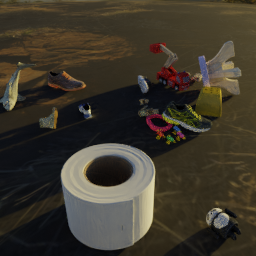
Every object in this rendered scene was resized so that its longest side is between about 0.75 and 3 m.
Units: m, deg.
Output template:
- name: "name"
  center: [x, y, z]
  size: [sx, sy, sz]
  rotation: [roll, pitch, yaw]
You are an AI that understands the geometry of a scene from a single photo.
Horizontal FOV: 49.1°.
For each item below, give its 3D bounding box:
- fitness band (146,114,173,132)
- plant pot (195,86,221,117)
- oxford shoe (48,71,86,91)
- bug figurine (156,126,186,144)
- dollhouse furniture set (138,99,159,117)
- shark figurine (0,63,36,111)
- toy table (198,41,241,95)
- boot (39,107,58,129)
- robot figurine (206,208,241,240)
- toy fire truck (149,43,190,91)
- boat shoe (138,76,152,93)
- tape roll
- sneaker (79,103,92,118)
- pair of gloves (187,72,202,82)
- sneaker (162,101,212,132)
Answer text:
- name: "fitness band"
  center: [1.310, -0.244, 11.748]
  size: [0.953, 0.248, 1.327]
  rotation: [-12, 33, -14]
- name: "plant pot"
  center: [3.681, -1.249, 12.626]
  size: [1.140, 1.006, 1.140]
  rotation: [8, 32, 14]
- name: "oxford shoe"
  center: [-3.322, -2.526, 14.877]
  size: [2.260, 0.824, 0.806]
  rotation: [11, 33, 17]
- name: "bug figurine"
  center: [1.703, 0.237, 10.877]
  size: [1.139, 0.293, 0.883]
  rotation: [-15, 35, -24]
- name: "dollhouse furniture set"
  center: [0.810, -0.902, 12.044]
  size: [0.463, 0.736, 0.833]
  rotation: [-21, 12, -32]
- name: "shark figurine"
  center: [-5.318, -1.876, 13.489]
  size: [1.080, 2.587, 1.546]
  rotation: [24, -20, -36]
- name: "toy table"
  center: [4.524, -2.776, 13.972]
  size: [1.701, 2.670, 2.904]
  rotation: [-11, 32, 15]
- name: "boot"
  center: [-3.258, -0.424, 11.454]
  size: [0.686, 0.883, 0.321]
  rotation: [2, -4, 10]
- name: "robot figurine"
  center: [2.401, 2.417, 7.067]
  size: [0.654, 0.543, 0.870]
  rotation: [-12, 33, -36]
- name: "toy fire truck"
  center: [2.235, -3.346, 15.088]
  size: [0.688, 1.991, 2.824]
  rotation: [-19, 37, -29]
- name: "boat shoe"
  center: [0.953, -2.356, 14.876]
  size: [0.606, 0.640, 1.831]
  rotation: [-5, 24, -6]
- name: "tape roll"
  center: [-0.479, 1.679, 7.264]
  size: [2.322, 1.594, 2.322]
  rotation: [0, 31, 0]
- name: "sneaker"
  center: [-1.881, -0.910, 12.469]
  size: [0.411, 0.587, 1.017]
  rotation: [-12, 34, -21]
- name: "pair of gloves"
  center: [3.609, -2.977, 16.204]
  size: [1.305, 0.229, 1.110]
  rotation: [12, 30, 14]
- name: "sneaker"
  center: [2.449, -0.468, 11.289]
  size: [2.070, 0.876, 0.771]
  rotation: [14, 32, -1]
